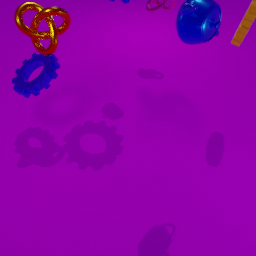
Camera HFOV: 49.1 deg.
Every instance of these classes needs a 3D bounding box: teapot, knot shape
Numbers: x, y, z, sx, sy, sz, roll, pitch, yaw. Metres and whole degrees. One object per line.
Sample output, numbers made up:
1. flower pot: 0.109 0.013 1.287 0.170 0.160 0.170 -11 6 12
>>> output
1. teapot: 1.149 -1.703 4.431 0.623 0.792 1.273 30 14 34
2. knot shape: 1.080 -4.492 9.543 1.112 1.040 0.514 -10 7 14
3. knot shape: -1.980 -2.286 6.588 1.248 1.168 0.577 2 30 -10

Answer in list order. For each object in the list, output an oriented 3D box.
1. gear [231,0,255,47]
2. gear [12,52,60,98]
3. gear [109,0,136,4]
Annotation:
1. gear: 2.873 -2.573 6.763 0.216 1.166 1.166 27 51 10
2. gear: -2.418 -1.426 7.338 1.359 0.251 1.359 -13 56 21
3. gear: -0.481 -3.629 6.545 1.755 1.755 0.325 21 84 19
